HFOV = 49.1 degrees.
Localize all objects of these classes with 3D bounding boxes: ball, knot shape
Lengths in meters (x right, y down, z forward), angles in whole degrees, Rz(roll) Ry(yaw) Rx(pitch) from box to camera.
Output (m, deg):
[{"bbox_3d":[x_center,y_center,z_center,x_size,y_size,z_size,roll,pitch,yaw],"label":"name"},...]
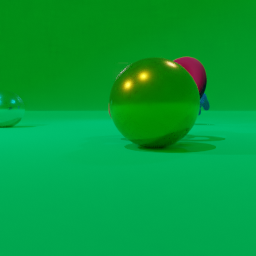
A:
[{"bbox_3d":[0.389,-0.370,4.208,1.344,1.344,1.344,0,4,0],"label":"ball"},{"bbox_3d":[0.403,-0.689,5.465,1.809,0.893,1.934,-25,15,-28],"label":"knot shape"},{"bbox_3d":[-3.956,-0.612,9.017,1.203,1.203,1.203,0,4,0],"label":"ball"}]

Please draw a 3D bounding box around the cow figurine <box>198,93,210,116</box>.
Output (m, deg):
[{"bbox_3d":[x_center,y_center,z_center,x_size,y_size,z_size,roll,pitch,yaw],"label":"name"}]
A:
[{"bbox_3d":[2.305,-1.421,10.401,0.883,1.582,1.608,-31,40,-3],"label":"cow figurine"}]
